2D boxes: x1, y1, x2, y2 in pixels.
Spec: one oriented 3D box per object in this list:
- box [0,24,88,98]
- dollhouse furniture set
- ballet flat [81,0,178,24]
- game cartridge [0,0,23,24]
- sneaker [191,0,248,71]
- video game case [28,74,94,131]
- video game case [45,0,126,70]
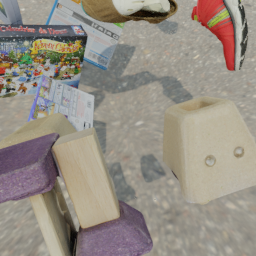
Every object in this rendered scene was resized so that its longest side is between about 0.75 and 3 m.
[{"bbox_3d":[-1.789,-1.190,5.089,1.942,1.326,0.366,-11,54,-28],"label":"box"},{"bbox_3d":[-0.270,0.871,3.131,2.331,2.088,2.942,-17,12,-5],"label":"dollhouse furniture set"},{"bbox_3d":[0.180,-2.212,4.974,0.754,0.707,2.085,8,14,44],"label":"ballet flat"},{"bbox_3d":[-2.156,-2.294,4.617,0.909,1.366,0.279,42,66,19],"label":"game cartridge"},{"bbox_3d":[1.438,-1.795,4.511,0.788,1.855,0.714,-9,17,32],"label":"sneaker"},{"bbox_3d":[-1.102,-0.303,4.794,1.024,0.257,1.130,22,40,-25],"label":"video game case"},{"bbox_3d":[-0.860,-2.878,6.824,1.724,0.214,2.409,23,86,-21],"label":"video game case"}]
